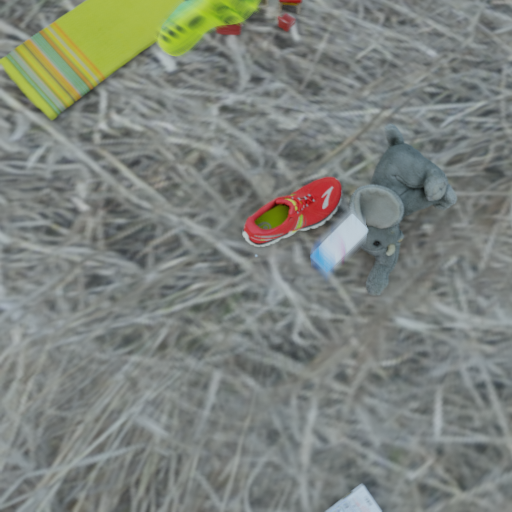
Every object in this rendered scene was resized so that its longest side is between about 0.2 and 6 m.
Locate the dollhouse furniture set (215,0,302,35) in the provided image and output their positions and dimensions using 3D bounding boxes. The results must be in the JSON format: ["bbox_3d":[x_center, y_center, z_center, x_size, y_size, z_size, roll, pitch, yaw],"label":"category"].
[{"bbox_3d":[0.051,-5.485,12.269,1.900,0.773,1.022,3,75,1],"label":"dollhouse furniture set"}]

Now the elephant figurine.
[{"bbox_3d":[2.424,-0.829,10.689,2.404,1.701,1.865,-40,49,5],"label":"elephant figurine"}]

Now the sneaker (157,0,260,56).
[{"bbox_3d":[-0.874,-4.294,9.736,2.010,0.744,0.840,-25,50,10],"label":"sneaker"}]

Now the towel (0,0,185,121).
[{"bbox_3d":[-3.449,-4.763,12.337,4.057,0.366,1.746,-41,84,-11],"label":"towel"}]

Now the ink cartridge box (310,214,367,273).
[{"bbox_3d":[1.265,-0.205,8.453,0.366,0.625,0.865,44,103,3],"label":"ink cartridge box"}]

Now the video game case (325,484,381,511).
[{"bbox_3d":[1.787,4.690,9.753,0.910,0.228,1.003,-34,77,-9],"label":"video game case"}]

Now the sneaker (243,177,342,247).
[{"bbox_3d":[0.768,-0.882,10.911,2.232,0.948,0.860,-31,77,-8],"label":"sneaker"}]
